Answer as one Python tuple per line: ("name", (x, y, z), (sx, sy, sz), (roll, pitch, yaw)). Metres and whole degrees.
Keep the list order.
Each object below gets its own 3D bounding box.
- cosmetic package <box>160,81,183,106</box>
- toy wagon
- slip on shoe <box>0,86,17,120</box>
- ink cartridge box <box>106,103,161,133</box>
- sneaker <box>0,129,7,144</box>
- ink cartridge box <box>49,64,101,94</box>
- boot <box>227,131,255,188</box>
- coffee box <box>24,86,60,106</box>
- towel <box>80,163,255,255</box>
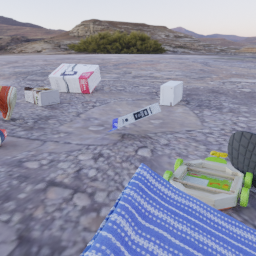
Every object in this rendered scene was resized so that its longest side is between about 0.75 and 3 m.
("cosmetic package", (1.911, -1.534, 12.197), (0.626, 0.870, 1.542), (8, 17, 24))
("toy wagon", (1.589, 0.935, 5.391), (1.455, 0.371, 1.875), (10, 20, 27))
("slip on shoe", (-3.962, -0.826, 9.026), (0.597, 0.723, 1.951), (14, -23, -17))
("ink cartridge box", (0.102, -0.293, 8.099), (1.595, 0.313, 0.793), (-23, 4, -14))
("sneaker", (-4.084, 0.157, 7.387), (1.781, 0.667, 0.753), (11, 20, 3))
("ink cartridge box", (-2.770, -2.627, 14.751), (2.216, 0.935, 1.604), (6, 37, 16))
("boot", (3.492, 0.763, 5.307), (1.845, 0.978, 2.803), (-11, 32, -39))
("coffee box", (-3.777, -1.429, 12.239), (0.877, 0.619, 1.552), (-17, 24, -41))
("towel", (0.650, 1.358, 2.815), (2.029, 0.334, 2.803), (29, 20, 8))
